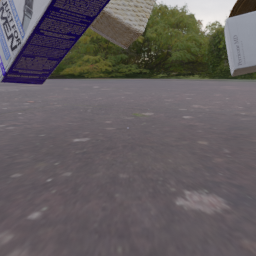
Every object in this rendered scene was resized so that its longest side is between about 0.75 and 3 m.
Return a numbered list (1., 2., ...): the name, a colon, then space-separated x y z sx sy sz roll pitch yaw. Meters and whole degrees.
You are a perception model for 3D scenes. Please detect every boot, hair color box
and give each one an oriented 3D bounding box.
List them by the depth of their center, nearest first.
1. hair color box: -1.360 -2.168 4.554 0.963 1.624 2.972 -5 -23 -47
2. boot: 3.246 -3.426 7.031 0.890 2.415 1.869 29 27 -4

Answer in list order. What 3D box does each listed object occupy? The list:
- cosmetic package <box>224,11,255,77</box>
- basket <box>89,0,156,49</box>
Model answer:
1. cosmetic package: 2.702 -1.610 5.022 1.754 0.990 0.712 -11 -3 14
2. basket: -0.243 -4.064 9.573 1.823 1.807 1.466 25 -14 -20
